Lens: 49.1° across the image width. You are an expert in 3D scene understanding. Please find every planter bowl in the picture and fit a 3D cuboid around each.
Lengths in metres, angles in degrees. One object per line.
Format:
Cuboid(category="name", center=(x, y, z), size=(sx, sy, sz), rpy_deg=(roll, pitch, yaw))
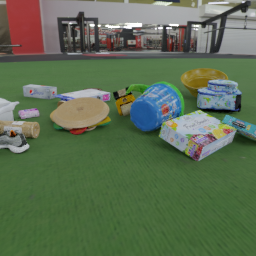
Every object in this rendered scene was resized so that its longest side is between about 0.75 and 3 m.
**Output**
Cuboid(category="planter bowl", center=(4.122, -2.285, 15.314), size=(2.457, 1.023, 2.457), rpy_deg=(-5, 36, 3))

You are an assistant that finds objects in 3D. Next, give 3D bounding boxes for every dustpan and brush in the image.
Cuboid(category="dustpan and brush", center=(-4.636, -0.161, 9.131), size=(1.816, 0.745, 2.602), rpy_deg=(-1, 21, 44))

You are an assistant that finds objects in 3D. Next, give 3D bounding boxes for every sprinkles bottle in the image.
Cuboid(category="sprinkles bottle", center=(-3.983, 0.029, 9.792), size=(1.690, 0.577, 0.577), rpy_deg=(4, 20, 9))

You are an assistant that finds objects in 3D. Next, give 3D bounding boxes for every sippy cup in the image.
Cuboid(category="sippy cup", center=(0.953, -0.685, 10.184), size=(2.215, 1.740, 1.624), rpy_deg=(9, 25, 33))

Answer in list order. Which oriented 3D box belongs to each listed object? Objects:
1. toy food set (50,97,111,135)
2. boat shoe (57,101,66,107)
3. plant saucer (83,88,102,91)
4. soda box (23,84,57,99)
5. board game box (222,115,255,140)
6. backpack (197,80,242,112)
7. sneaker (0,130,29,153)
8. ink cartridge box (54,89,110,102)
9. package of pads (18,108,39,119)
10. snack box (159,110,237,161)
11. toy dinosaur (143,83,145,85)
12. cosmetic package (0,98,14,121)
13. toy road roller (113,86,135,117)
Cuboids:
Cuboid(category="toy food set", center=(-1.839, -0.519, 10.921), size=(2.276, 0.554, 2.253), rpy_deg=(-17, 35, -19))
Cuboid(category="boat shoe", center=(-2.308, -0.765, 12.072), size=(1.748, 0.644, 0.605), rpy_deg=(24, 27, 31))
Cuboid(category="plant saucer", center=(-2.107, -2.170, 16.622), size=(1.154, 0.199, 1.154), rpy_deg=(1, 19, 0))
Cuboid(category="soda box", center=(-4.890, -2.019, 15.571), size=(1.880, 0.596, 0.642), rpy_deg=(9, 21, 23))
Cuboid(category="board game box", center=(3.978, 0.066, 9.373), size=(1.008, 0.313, 1.336), rpy_deg=(27, 4, -30))
Cuboid(category="backpack", center=(4.204, -1.533, 13.025), size=(1.895, 1.392, 1.734), rpy_deg=(1, 15, 16))
Cuboid(category="sneaker", center=(-3.816, 0.326, 8.853), size=(1.624, 0.644, 0.600), rpy_deg=(7, 23, 25))
Cuboid(category="ink cartridge box", center=(-2.318, -1.540, 14.356), size=(1.500, 0.528, 2.514), rpy_deg=(17, 22, 40))
Cuboid(category="package of pads", center=(-4.265, -0.622, 12.061), size=(0.790, 0.299, 0.476), rpy_deg=(-11, 25, -29))
Cuboid(category="snack box", center=(2.265, 0.156, 8.981), size=(2.143, 0.568, 1.524), rpy_deg=(-18, 40, -42))
Cuboid(category="toy dinosaur", center=(0.902, -2.634, 17.881), size=(1.138, 0.270, 0.501), rpy_deg=(-4, 26, -2))
Cuboid(category="cosmetic package", center=(-5.899, -0.444, 10.582), size=(2.611, 0.930, 1.324), rpy_deg=(-18, 26, -42))
Cuboid(category="toy road roller", center=(-0.047, -1.079, 12.312), size=(0.829, 1.349, 0.985), rpy_deg=(-20, -24, 6))
